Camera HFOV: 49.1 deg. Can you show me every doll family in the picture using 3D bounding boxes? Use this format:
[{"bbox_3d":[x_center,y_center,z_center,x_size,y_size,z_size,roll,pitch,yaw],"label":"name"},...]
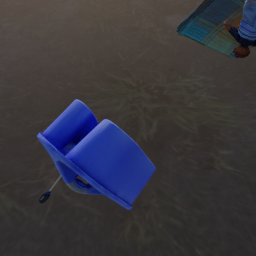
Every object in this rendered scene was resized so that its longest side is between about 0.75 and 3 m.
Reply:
[{"bbox_3d":[3.060,-1.707,5.377,0.956,1.408,2.437,-40,63,-15],"label":"doll family"}]

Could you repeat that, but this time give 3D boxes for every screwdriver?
[{"bbox_3d":[-1.342,1.081,4.906,0.144,1.035,0.151,13,51,-31],"label":"screwdriver"}]

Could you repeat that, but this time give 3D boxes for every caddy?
[{"bbox_3d":[-0.363,0.403,3.238,1.084,1.533,0.805,34,79,35],"label":"caddy"}]

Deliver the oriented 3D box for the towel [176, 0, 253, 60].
[{"bbox_3d":[2.662,-2.630,7.267,2.316,1.698,0.251,13,60,-29],"label":"towel"}]
